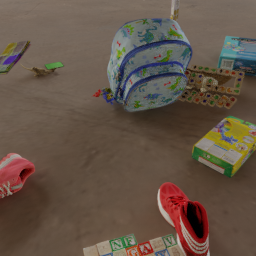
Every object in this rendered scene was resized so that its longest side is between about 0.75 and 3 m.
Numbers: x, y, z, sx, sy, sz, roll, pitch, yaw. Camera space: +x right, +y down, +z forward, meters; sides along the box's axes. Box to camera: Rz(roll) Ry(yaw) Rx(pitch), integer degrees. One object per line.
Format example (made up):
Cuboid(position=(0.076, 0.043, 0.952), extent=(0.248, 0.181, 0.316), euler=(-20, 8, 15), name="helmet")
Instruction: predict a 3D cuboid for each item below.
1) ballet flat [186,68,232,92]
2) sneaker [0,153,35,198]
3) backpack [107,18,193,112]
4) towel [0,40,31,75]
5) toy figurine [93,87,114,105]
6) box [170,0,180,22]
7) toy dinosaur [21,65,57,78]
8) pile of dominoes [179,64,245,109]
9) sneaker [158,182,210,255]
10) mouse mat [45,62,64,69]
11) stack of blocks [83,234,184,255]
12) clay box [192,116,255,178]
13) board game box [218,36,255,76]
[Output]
Cuboid(position=(2.558, -1.814, 10.511), extent=(2.489, 0.844, 0.900), euler=(12, 57, 15), name="ballet flat")
Cuboid(position=(-2.811, 1.239, 6.227), extent=(0.798, 0.678, 1.840), euler=(14, 37, 17), name="sneaker")
Cuboid(position=(0.735, -1.887, 8.820), extent=(2.501, 2.733, 2.008), euler=(-11, 62, -14), name="backpack")
Cuboid(position=(-2.820, -1.668, 6.603), extent=(0.795, 0.126, 1.107), euler=(5, 54, 28), name="towel")
Cuboid(position=(-0.731, -1.040, 9.752), extent=(0.630, 0.555, 1.052), euler=(54, 20, 2), name="toy figurine")
Cuboid(position=(1.596, -3.939, 9.587), extent=(0.207, 1.001, 0.194), euler=(0, 12, -25), name="box")
Cuboid(position=(-3.762, -2.364, 11.640), extent=(1.524, 0.444, 0.771), euler=(4, 19, -8), name="toy dinosaur")
Cuboid(position=(2.891, -1.521, 9.746), extent=(2.018, 0.321, 1.573), euler=(13, 69, 17), name="pile of dominoes")
Cuboid(position=(1.120, 1.528, 5.450), extent=(0.743, 1.096, 1.897), euler=(-10, 37, -14), name="sneaker")
Cuboid(position=(-3.276, -2.777, 12.435), extent=(0.756, 0.028, 0.608), euler=(-16, 39, -23), name="mouse mat")
Cuboid(position=(0.123, 2.363, 4.814), extent=(1.609, 0.471, 0.927), euler=(-11, 37, -15), name="stack of blocks")
Cuboid(position=(2.760, 0.404, 7.563), extent=(1.148, 0.476, 1.998), euler=(29, 44, 34), name="clay box")
Cuboid(position=(5.314, -3.250, 12.518), extent=(2.187, 0.680, 2.896), euler=(13, 37, 17), name="board game box")
